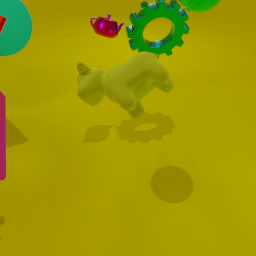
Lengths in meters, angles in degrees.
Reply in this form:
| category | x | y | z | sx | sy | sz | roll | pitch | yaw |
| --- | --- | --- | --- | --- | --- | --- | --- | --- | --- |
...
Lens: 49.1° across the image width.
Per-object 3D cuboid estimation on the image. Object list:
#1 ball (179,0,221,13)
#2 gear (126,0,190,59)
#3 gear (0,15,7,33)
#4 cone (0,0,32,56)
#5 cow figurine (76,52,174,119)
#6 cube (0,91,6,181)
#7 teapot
| category | x | y | z | sx | sy | sz | roll | pitch | yaw |
| --- | --- | --- | --- | --- | --- | --- | --- | --- | --- |
| ball | 1.524 | -2.951 | 5.853 | 1.026 | 1.026 | 1.026 | 0 | 40 | 0 |
| gear | 0.830 | -2.743 | 7.859 | 1.743 | 1.743 | 0.322 | -7 | 50 | -8 |
| gear | -3.004 | -2.205 | 4.708 | 1.784 | 0.330 | 1.784 | 30 | 7 | -4 |
| cone | -3.539 | -2.785 | 7.754 | 1.626 | 1.626 | 1.633 | -15 | 16 | -18 |
| cow figurine | -0.108 | -0.637 | 3.615 | 1.116 | 0.613 | 1.098 | -41 | 63 | 5 |
| cube | -1.999 | 0.040 | 2.952 | 1.106 | 1.106 | 1.106 | -3 | 81 | -11 |
| teapot | -0.546 | -2.773 | 7.587 | 1.165 | 0.571 | 0.725 | -5 | 31 | -43 |
